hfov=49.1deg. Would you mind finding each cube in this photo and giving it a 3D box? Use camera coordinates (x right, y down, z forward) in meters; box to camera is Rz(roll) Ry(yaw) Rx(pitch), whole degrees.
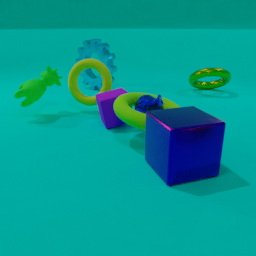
[{"bbox_3d":[-0.341,-0.522,7.201,0.756,0.756,0.756,-16,23,-11],"label":"cube"},{"bbox_3d":[0.961,0.265,4.999,1.018,1.018,1.018,-7,22,-18],"label":"cube"}]

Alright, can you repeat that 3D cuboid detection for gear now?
[{"bbox_3d":[-1.228,-2.391,10.622,1.869,1.869,0.346,17,27,36],"label":"gear"}]

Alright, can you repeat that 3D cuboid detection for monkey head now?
[{"bbox_3d":[0.495,-0.364,6.168,0.641,0.766,1.064,-16,-6,4],"label":"monkey head"}]

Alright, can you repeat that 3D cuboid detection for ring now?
[{"bbox_3d":[-1.104,-1.315,8.102,1.347,1.347,0.269,6,10,14],"label":"ring"},{"bbox_3d":[3.019,-1.814,10.384,1.534,0.307,1.534,1,-14,0],"label":"ring"},{"bbox_3d":[0.473,-0.382,6.186,1.601,0.320,1.601,9,26,-5],"label":"ring"}]

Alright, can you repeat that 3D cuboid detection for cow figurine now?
[{"bbox_3d":[-2.441,-1.165,7.765,1.193,0.666,1.213,-27,25,7],"label":"cow figurine"}]
